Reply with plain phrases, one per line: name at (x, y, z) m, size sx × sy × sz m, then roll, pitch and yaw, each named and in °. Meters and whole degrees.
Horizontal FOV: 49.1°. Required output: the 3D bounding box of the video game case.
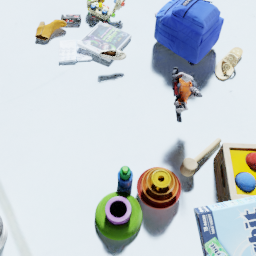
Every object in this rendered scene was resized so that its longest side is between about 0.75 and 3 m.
video game case at (-1.031, -3.915, 12.509) m, size 1.715 × 0.220 × 1.886 m, roll 28°, pitch 60°, yaw 13°

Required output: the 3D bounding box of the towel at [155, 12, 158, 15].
towel at (2.124, -5.246, 13.458) m, size 1.109 × 0.175 × 1.540 m, roll -27°, pitch 60°, yaw -11°

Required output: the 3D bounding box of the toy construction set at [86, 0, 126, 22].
toy construction set at (-1.140, -5.888, 13.491) m, size 2.103 × 0.969 × 1.379 m, roll 22°, pitch 59°, yaw 26°

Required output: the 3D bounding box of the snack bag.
snack bag at (-2.298, -3.413, 12.303) m, size 1.472 × 0.158 × 1.388 m, roll -4°, pitch 57°, yaw -3°

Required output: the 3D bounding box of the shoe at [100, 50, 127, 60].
shoe at (-0.603, -2.976, 11.382) m, size 1.109 × 0.296 × 0.388 m, roll 2°, pitch 91°, yaw -6°

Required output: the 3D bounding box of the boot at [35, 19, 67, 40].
boot at (-3.514, -4.454, 12.836) m, size 1.383 × 0.487 × 0.990 m, roll -1°, pitch 63°, yaw 5°

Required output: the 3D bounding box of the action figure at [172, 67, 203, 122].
action figure at (1.886, -1.000, 8.901) m, size 0.964 × 1.842 × 1.782 m, roll -3°, pitch 18°, yaw 16°

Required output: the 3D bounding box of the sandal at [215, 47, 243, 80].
sandal at (4.269, -2.904, 11.670) m, size 0.743 × 0.667 × 2.028 m, roll 31°, pitch 62°, yaw 18°

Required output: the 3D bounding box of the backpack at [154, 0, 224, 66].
backpack at (2.458, -4.382, 11.752) m, size 2.544 × 2.134 × 2.067 m, roll 36°, pitch 63°, yaw 22°

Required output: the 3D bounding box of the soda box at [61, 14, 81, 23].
soda box at (-2.711, -5.208, 13.373) m, size 0.929 × 0.294 × 0.329 m, roll 0°, pitch 57°, yaw -1°

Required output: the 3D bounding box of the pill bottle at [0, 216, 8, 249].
pill bottle at (-4.016, 2.567, 7.220) m, size 1.268 × 2.242 × 1.268 m, roll 0°, pitch 57°, yaw 0°

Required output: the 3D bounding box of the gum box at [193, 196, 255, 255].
gum box at (3.206, 2.941, 7.229) m, size 2.561 × 0.571 × 2.176 m, roll -12°, pitch 89°, yaw 0°

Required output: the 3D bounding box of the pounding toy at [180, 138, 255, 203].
pounding toy at (3.192, 1.152, 8.658) m, size 2.969 × 1.358 × 2.608 m, roll 3°, pitch 58°, yaw 1°

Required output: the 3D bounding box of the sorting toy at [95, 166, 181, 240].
sorting toy at (0.239, 1.920, 8.271) m, size 2.863 × 1.175 × 1.720 m, roll -30°, pitch 62°, yaw -17°
